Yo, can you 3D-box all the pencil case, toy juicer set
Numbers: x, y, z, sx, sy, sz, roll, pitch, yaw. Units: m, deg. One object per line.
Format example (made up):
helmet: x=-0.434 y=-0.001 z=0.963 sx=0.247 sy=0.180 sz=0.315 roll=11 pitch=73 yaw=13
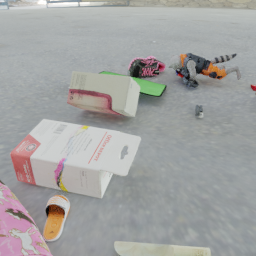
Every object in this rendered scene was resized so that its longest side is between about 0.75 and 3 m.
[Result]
pencil case: x=-2.245 y=1.515 z=4.183 sx=2.951 sy=1.222 sz=1.277 roll=30 pitch=-3 yaw=43
toy juicer set: x=0.903 y=2.151 z=3.471 sx=1.687 sy=0.721 sz=2.651 roll=-7 pitch=29 yaw=-13

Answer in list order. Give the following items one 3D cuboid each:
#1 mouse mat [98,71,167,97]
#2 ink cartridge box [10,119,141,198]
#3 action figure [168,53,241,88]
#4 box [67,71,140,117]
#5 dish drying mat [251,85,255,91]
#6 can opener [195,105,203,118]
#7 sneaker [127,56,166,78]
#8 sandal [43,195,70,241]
mouse mat: x=0.043 y=-1.707 z=10.570 sx=2.739 sy=0.103 sz=2.204 roll=16 pitch=22 yaw=9
ink cartridge box: x=-1.025 y=0.643 z=6.057 sx=2.414 sy=0.815 sz=1.406 roll=9 pitch=35 yaw=12
action figure: x=3.012 y=-2.664 z=11.824 sx=2.685 sy=1.452 sz=2.776 roll=7 pitch=27 yaw=-6
box: x=-0.714 y=-1.020 z=8.577 sx=1.875 sy=1.022 sz=1.199 roll=9 pitch=-3 yaw=18
dish drying mat: x=5.590 y=-1.579 z=11.080 sx=1.318 sy=0.120 sz=0.506 roll=3 pitch=27 yaw=6
can opener: x=2.305 y=-0.565 z=9.033 sx=0.244 sy=0.308 sz=0.926 roll=5 pitch=24 yaw=12
sneaker: x=0.878 y=-2.639 z=12.473 sx=1.048 sy=0.868 sz=2.198 roll=32 pitch=42 yaw=28
sandal: x=-1.297 y=1.526 z=5.069 sx=0.415 sy=0.310 sz=1.082 roll=-2 pitch=28 yaw=-4
